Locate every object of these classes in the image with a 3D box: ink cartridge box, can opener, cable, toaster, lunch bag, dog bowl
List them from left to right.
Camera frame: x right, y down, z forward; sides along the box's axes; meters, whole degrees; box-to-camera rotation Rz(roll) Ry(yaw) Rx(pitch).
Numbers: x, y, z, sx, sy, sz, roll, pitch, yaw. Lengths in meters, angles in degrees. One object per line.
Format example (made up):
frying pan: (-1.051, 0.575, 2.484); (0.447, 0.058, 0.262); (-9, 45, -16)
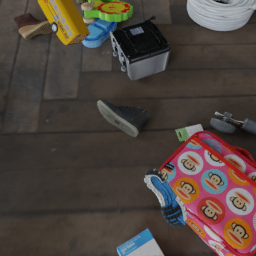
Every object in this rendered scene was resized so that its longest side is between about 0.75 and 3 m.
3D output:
dog bowl: (-1.099, -3.684, 10.517); (0.987, 0.439, 1.770); (30, 64, 16)
toaster: (0.463, -2.725, 9.587); (1.830, 1.086, 1.655); (-21, 62, -12)
ink cartridge box: (0.395, 3.090, 6.361); (0.847, 0.862, 1.171); (-27, 64, -15)
ink cartridge box: (1.854, 0.193, 8.390); (0.818, 0.242, 0.425); (-12, 61, -7)
cable: (3.635, -4.966, 10.989); (2.645, 0.916, 2.646); (-17, 61, -8)
lunch bag: (2.365, 1.497, 7.066); (2.861, 1.172, 2.520); (40, 68, 22)
can opener: (3.525, 0.077, 8.403); (2.075, 0.554, 0.694); (26, 96, 13)

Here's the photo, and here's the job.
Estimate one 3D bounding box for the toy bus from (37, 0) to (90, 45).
toy bus: (-1.334, -2.309, 5.489); (0.446, 0.536, 1.369); (-32, 93, -48)

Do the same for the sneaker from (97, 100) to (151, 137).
sneaker: (-0.136, -0.480, 8.645); (1.612, 0.603, 0.856); (38, 61, 10)

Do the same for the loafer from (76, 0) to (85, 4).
loafer: (-2.013, -5.770, 11.711); (0.501, 0.445, 1.319); (-10, 61, -6)

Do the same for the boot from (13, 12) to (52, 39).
boot: (-3.536, -4.069, 10.680); (1.459, 0.528, 1.214); (-27, 65, -11)

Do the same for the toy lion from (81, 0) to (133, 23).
toy lion: (-0.743, -4.521, 10.577); (1.843, 0.660, 1.923); (0, 43, 1)

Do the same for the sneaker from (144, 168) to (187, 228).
sneaker: (0.605, 1.041, 4.271); (0.356, 0.411, 0.949); (-30, 77, 7)
